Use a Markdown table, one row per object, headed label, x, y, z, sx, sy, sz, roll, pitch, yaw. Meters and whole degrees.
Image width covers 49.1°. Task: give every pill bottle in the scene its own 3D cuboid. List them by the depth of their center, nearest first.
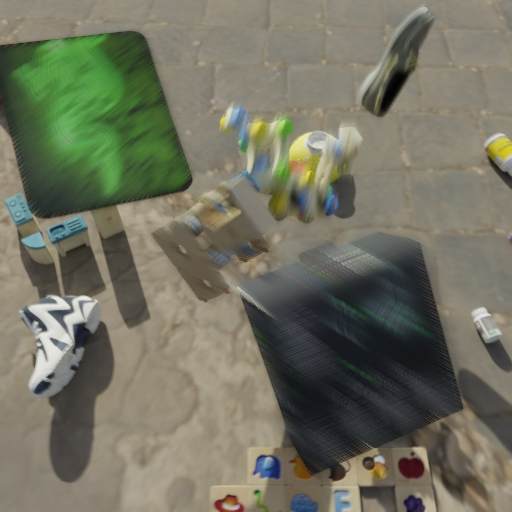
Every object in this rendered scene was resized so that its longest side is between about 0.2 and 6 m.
| label | x | y | z | sx | sy | sz | roll | pitch | yaw |
| --- | --- | --- | --- | --- | --- | --- | --- | --- | --- |
| pill bottle | 4.265 | 1.291 | 10.409 | 0.335 | 0.335 | 0.592 | -14 | 59 | -9 |
| pill bottle | 5.639 | -2.235 | 12.615 | 0.538 | 0.538 | 0.968 | -20 | 60 | -13 |

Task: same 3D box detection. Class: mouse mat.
| label | x | y | z | sx | sy | sz | roll | pitch | yaw |
| --- | --- | --- | --- | --- | --- | --- | --- | --- | --- |
| mouse mat | -2.597 | -2.194 | 8.880 | 2.514 | 0.118 | 3.125 | -15 | 74 | -18 |

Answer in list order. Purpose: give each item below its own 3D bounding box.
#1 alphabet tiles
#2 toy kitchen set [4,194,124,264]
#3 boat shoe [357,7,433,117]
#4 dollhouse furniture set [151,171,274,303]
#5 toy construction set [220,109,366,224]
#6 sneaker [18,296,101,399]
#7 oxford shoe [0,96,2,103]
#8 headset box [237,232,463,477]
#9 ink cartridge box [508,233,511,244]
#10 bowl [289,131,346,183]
| label | x | y | z | sx | sy | sz | roll | pitch | yaw |
| --- | --- | --- | --- | --- | --- | --- | --- | --- | --- |
| alphabet tiles | 1.041 | 4.427 | 8.476 | 3.540 | 0.134 | 2.959 | 0 | 57 | 0 |
| toy kitchen set | -3.973 | -0.982 | 11.426 | 1.931 | 1.137 | 1.547 | -26 | 60 | -17 |
| boat shoe | 2.537 | -3.366 | 9.876 | 0.688 | 1.925 | 0.575 | -8 | 49 | -47 |
| dollhouse furniture set | -0.274 | -0.413 | 8.716 | 1.401 | 2.000 | 1.410 | 55 | 45 | -11 |
| toy construction set | 0.667 | -1.479 | 9.228 | 2.620 | 1.207 | 1.718 | -4 | 78 | -37 |
| sneaker | -3.795 | 1.497 | 9.998 | 1.314 | 0.806 | 2.020 | 13 | 57 | 10 |
| oxford shoe | -6.216 | -4.207 | 13.777 | 2.236 | 0.797 | 0.797 | 34 | 64 | 22 |
| headset box | 1.182 | 1.111 | 7.375 | 2.231 | 1.189 | 2.563 | -21 | 102 | -9 |
| ink cartridge box | 5.807 | -0.030 | 11.325 | 0.765 | 0.269 | 1.282 | -17 | 55 | -11 |
| bowl | 1.378 | -2.334 | 12.560 | 1.376 | 0.740 | 1.376 | 0 | 57 | -1 |
